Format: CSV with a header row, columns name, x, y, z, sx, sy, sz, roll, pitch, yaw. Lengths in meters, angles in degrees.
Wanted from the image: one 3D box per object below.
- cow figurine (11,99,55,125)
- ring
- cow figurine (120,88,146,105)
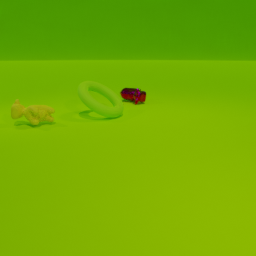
name,x,y,z,sx,sy,sz,roll,pitch,yaw
cow figurine,-3.127,-0.517,9.091,1.231,0.675,1.211,-10,26,-44
ring,-0.980,-1.069,10.250,1.859,0.372,1.859,27,29,-16
cow figurine,0.217,-1.540,13.056,1.371,0.752,1.349,10,12,15
